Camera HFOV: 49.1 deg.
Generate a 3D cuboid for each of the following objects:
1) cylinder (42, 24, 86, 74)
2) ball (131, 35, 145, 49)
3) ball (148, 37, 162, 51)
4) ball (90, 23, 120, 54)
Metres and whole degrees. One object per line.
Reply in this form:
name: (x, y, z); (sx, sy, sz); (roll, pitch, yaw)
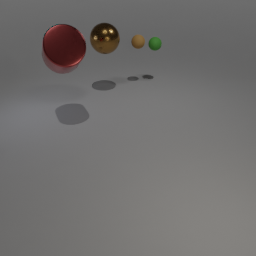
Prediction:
cylinder: (-2.248, -2.685, 9.706); (1.400, 1.400, 1.400); (-11, 5, -17)
ball: (0.521, -4.424, 14.360); (0.700, 0.700, 0.700); (0, 31, 0)
ball: (1.428, -4.451, 14.805); (0.700, 0.700, 0.700); (0, 31, 0)
ball: (-1.081, -4.167, 13.064); (1.400, 1.400, 1.400); (0, 31, 0)
